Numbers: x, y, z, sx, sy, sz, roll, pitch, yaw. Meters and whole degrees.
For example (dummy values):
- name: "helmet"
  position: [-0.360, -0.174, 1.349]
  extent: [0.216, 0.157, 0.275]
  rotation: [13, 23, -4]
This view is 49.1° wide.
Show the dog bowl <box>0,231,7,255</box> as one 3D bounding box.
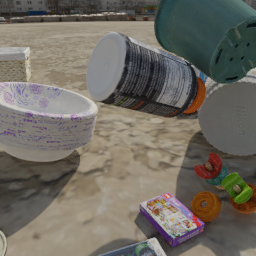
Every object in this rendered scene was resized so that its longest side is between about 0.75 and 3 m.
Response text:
- name: "dog bowl"
  position: [-2.394, 2.041, 4.125]
  extent: [1.217, 0.449, 1.217]
  rotation: [1, 25, 0]

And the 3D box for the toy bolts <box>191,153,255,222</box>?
- name: "toy bolts"
  position: [1.872, 1.306, 5.642]
  extent: [1.251, 0.908, 1.309]
  rotation: [-39, 36, 12]

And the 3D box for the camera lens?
- name: "camera lens"
  position: [3.143, -0.718, 7.879]
  extent: [2.174, 2.174, 2.717]
  rotation: [9, 27, 18]

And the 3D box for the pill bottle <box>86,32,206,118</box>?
- name: "pill bottle"
  position: [0.446, -0.823, 5.079]
  extent: [2.183, 1.160, 1.160]
  rotation: [11, 15, -37]

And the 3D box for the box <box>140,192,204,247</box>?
- name: "box"
  position: [0.788, 1.656, 5.209]
  extent: [0.713, 0.204, 1.041]
  rotation: [-14, 29, -27]

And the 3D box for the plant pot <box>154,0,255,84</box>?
- name: "plant pot"
  position: [1.746, -1.945, 5.711]
  extent: [1.841, 1.841, 1.803]
  rotation: [-11, 45, -21]

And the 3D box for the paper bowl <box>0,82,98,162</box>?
- name: "paper bowl"
  position: [-2.228, -0.141, 7.160]
  extent: [2.743, 1.427, 2.743]
  rotation: [12, 18, -4]

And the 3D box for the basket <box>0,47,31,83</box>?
- name: "basket"
  position: [-5.977, -3.021, 13.558]
  extent: [2.401, 1.481, 1.627]
  rotation: [-5, 26, -8]

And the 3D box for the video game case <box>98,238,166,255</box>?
- name: "video game case"
  position: [0.160, 2.166, 4.241]
  extent: [1.029, 0.120, 0.935]
  rotation: [-10, 27, -19]

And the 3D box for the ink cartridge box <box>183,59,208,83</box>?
- name: "ink cartridge box"
  position: [3.308, -2.591, 13.202]
  extent: [1.713, 0.988, 2.361]
  rotation: [-21, 33, -37]

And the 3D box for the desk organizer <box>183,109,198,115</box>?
- name: "desk organizer"
  position: [2.389, -0.793, 10.104]
  extent: [1.065, 0.410, 0.382]
  rotation: [-23, -3, -12]
